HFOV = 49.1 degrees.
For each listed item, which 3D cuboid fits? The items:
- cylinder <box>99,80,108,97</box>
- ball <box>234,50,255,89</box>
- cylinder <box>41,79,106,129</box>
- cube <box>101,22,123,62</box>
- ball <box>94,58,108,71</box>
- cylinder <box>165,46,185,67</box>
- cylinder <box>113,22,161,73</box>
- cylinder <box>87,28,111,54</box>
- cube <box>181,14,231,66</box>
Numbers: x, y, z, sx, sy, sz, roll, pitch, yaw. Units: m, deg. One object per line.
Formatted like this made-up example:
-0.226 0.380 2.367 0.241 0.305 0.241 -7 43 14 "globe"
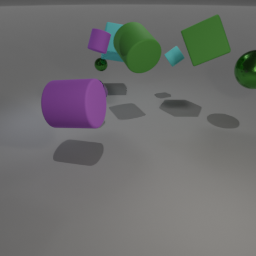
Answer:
-1.181 -1.423 10.640 0.700 0.700 0.700 5 -7 9 "cylinder"
4.581 -2.103 10.124 1.400 1.400 1.400 0 27 0 "ball"
-1.517 -0.694 8.084 1.400 1.400 1.400 1 26 18 "cylinder"
-0.506 -4.160 13.771 1.400 1.400 1.400 7 -3 -10 "cube"
-1.426 -3.351 14.793 0.700 0.700 0.700 0 27 0 "ball"
2.197 -3.381 13.231 0.700 0.700 0.700 -34 23 15 "cylinder"
0.327 -3.004 10.476 1.400 1.400 1.400 -11 48 -21 "cylinder"
-1.022 -3.085 9.970 0.700 0.700 0.700 16 8 -2 "cylinder"
3.008 -3.316 10.692 1.400 1.400 1.400 -18 10 24 "cube"
